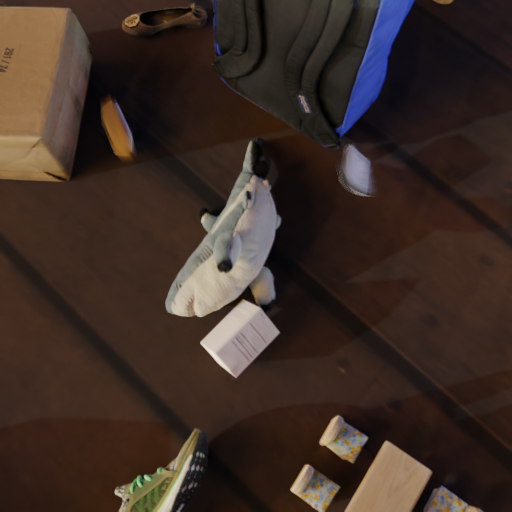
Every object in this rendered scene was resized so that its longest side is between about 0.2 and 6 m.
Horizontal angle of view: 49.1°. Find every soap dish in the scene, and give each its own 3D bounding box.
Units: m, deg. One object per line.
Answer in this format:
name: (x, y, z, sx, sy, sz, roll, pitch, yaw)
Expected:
soap dish: (-2.786, -2.507, 11.148, 0.369, 0.714, 0.908, -21, 78, -18)

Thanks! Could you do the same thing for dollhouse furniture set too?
dollhouse furniture set: (1.641, 4.144, 8.202, 2.531, 1.793, 2.755, 33, 73, 11)

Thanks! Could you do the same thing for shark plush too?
shark plush: (-0.555, -0.727, 10.366, 1.609, 1.755, 3.862, -2, 71, 32)

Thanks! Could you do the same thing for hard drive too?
hard drive: (1.889, -1.624, 10.693, 0.634, 0.172, 0.907, 34, 49, -26)

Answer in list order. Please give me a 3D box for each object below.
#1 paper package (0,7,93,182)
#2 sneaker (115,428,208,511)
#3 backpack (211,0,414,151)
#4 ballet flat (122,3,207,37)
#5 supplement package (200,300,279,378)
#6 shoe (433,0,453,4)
paper package: (-5.038, -3.215, 11.061, 2.973, 1.613, 3.119, 2, 70, 1)
sneaker: (-1.703, 3.785, 8.868, 1.129, 0.979, 2.547, 25, 68, 20)
backpack: (1.171, -4.913, 10.234, 3.466, 4.266, 3.580, 30, 67, 11)
ballet flat: (-2.049, -5.297, 12.462, 1.910, 0.443, 0.643, -7, 70, -3)
supplement package: (-0.283, 1.419, 9.707, 1.094, 0.663, 0.655, -44, 116, -14)
shoe: (4.165, -6.826, 12.952, 0.782, 0.597, 2.237, -6, 70, -2)
